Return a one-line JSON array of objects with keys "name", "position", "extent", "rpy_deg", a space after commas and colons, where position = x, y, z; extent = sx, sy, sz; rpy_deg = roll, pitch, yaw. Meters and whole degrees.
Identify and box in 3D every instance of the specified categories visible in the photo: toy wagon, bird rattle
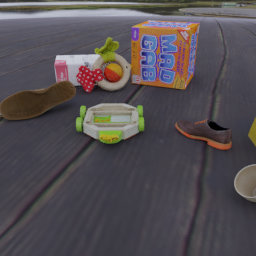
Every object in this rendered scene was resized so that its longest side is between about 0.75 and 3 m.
[{"name": "toy wagon", "position": [-0.580, -0.148, 9.340], "extent": [2.209, 0.563, 2.848], "rpy_deg": [0, 28, 0]}, {"name": "bird rattle", "position": [-0.996, -2.648, 12.791], "extent": [2.196, 1.518, 2.694], "rpy_deg": [30, 72, -5]}]

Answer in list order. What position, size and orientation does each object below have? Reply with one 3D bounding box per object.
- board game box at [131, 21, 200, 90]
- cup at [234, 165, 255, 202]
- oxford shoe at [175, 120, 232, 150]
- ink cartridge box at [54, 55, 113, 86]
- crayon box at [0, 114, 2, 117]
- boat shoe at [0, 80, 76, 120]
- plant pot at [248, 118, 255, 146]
[{"name": "board game box", "position": [1.876, -3.758, 13.996], "extent": [2.714, 2.712, 2.713], "rpy_deg": [10, 29, 19]}, {"name": "cup", "position": [2.905, 1.329, 6.253], "extent": [0.834, 0.597, 0.834], "rpy_deg": [-31, 32, 22]}, {"name": "oxford shoe", "position": [2.386, -0.007, 8.876], "extent": [1.964, 0.712, 0.699], "rpy_deg": [23, 35, 37]}, {"name": "ink cartridge box", "position": [-2.197, -2.960, 14.163], "extent": [2.757, 1.169, 2.008], "rpy_deg": [-5, 27, -8]}, {"name": "crayon box", "position": [-5.935, -0.714, 10.400], "extent": [1.987, 0.579, 1.714], "rpy_deg": [-18, 32, -31]}, {"name": "boat shoe", "position": [-3.462, -1.022, 10.830], "extent": [2.896, 1.045, 1.042], "rpy_deg": [-27, 6, -24]}, {"name": "plant pot", "position": [5.242, -0.234, 7.414], "extent": [2.792, 2.462, 2.791], "rpy_deg": [0, 27, 2]}]
